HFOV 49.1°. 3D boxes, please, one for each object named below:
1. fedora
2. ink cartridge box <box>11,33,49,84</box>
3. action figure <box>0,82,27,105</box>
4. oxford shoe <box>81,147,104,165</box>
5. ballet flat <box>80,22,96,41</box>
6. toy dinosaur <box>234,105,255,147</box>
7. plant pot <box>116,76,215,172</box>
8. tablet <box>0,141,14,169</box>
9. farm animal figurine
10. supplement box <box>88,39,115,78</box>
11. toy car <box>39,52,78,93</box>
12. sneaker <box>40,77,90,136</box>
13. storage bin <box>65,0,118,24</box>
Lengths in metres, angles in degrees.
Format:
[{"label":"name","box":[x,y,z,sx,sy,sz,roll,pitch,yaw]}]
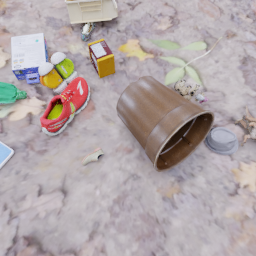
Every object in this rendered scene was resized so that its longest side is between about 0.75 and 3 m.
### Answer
[{"label":"fedora","box":[3.673,0.388,10.791,1.343,0.606,1.188,15,63,8]},{"label":"ink cartridge box","box":[-4.329,-3.040,12.451,1.482,0.829,2.172,-9,66,-5]},{"label":"action figure","box":[-5.718,-1.392,11.643,2.919,0.798,1.724,0,60,-8]},{"label":"oxford shoe","box":[-1.320,1.123,10.522,0.939,0.332,0.347,-38,69,-9]},{"label":"ballet flat","box":[-1.941,-4.953,13.700,0.547,0.547,1.520,11,62,6]},{"label":"toy dinosaur","box":[5.059,0.041,10.898,1.370,0.868,2.021,4,49,-7]},{"label":"plant pot","box":[1.168,-0.329,10.168,2.747,2.747,2.719,-33,59,-16]},{"label":"tablet","box":[-5.792,0.909,10.761,2.461,0.168,1.601,30,66,16]},{"label":"farm animal figurine","box":[2.530,-1.355,11.442,1.299,1.049,0.653,32,80,40]},{"label":"supplement box","box":[-1.156,-3.053,12.329,0.761,1.130,1.146,-23,64,-12]},{"label":"toy car","box":[-3.079,-2.359,12.030,1.200,1.400,1.600,15,56,50]},{"label":"sneaker","box":[-2.455,-1.016,11.182,1.115,1.230,2.897,23,64,12]},{"label":"storage bin","box":[-1.799,-6.316,13.800,2.359,1.114,2.376,-7,48,-3]}]
